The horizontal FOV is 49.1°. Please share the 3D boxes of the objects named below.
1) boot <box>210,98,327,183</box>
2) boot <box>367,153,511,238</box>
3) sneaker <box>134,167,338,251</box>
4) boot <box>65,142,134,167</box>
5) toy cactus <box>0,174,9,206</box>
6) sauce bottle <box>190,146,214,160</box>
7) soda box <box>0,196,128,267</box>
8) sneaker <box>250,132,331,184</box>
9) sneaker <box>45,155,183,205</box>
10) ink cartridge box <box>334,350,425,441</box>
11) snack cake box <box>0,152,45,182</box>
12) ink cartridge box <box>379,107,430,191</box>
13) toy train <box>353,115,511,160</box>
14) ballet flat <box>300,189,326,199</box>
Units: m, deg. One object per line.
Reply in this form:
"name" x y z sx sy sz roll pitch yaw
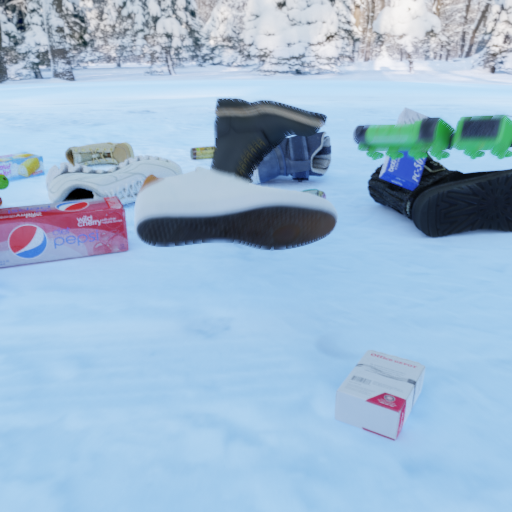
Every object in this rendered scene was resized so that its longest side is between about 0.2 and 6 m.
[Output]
"boot" 0.089 -1.569 8.518 0.817 1.459 2.109 5 9 -40
"boot" 4.364 -1.464 12.022 3.398 1.279 2.541 -5 22 -10
"sneaker" -0.250 -0.778 7.582 2.718 0.989 1.151 2 49 -12
"boot" -4.628 -2.971 16.551 1.520 0.712 1.956 -18 27 -38
"toy cactus" -6.575 -1.223 12.108 2.377 1.215 1.961 5 41 5
"sauce bottle" -1.473 -3.285 17.789 1.233 0.399 0.399 -9 23 -21
"soda box" -3.627 -0.435 9.991 2.537 0.888 0.804 -9 23 -21
"sneaker" 0.876 -2.947 15.516 2.319 1.220 3.209 -9 31 6
"sneaker" -3.147 -1.509 12.663 3.072 1.154 1.245 -9 34 -11
"ink cartridge box" 1.333 1.448 5.975 0.679 0.390 0.934 13 25 28
"snack cake box" -6.822 -2.403 15.332 0.972 0.568 1.690 19 28 36
"ink cartridge box" 3.086 -2.171 11.343 0.736 1.566 0.346 22 -17 -2
"toy train" 1.998 -1.379 6.526 0.582 0.430 2.062 13 -2 -44
"ballet flat" 0.513 -0.726 11.116 2.262 0.782 0.805 -14 44 -21
